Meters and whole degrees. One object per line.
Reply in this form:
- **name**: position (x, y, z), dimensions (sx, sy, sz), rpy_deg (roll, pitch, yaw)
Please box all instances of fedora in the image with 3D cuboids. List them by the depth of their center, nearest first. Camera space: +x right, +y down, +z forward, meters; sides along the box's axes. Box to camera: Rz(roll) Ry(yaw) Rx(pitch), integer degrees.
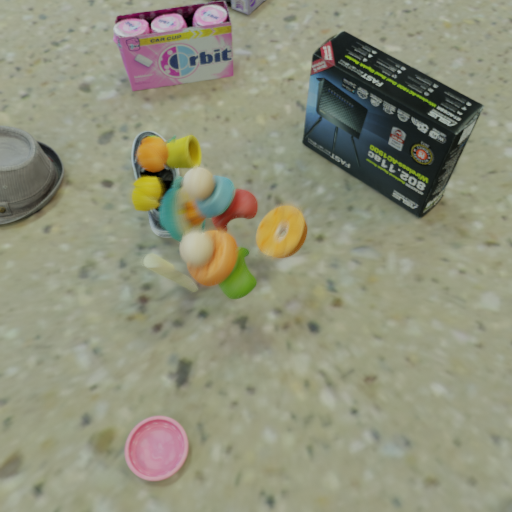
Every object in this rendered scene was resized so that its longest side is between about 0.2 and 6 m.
- **fedora**: position (-4.953, -1.682, 10.544), dimensions (2.413, 1.090, 2.134), rpy_deg (2, 58, 1)

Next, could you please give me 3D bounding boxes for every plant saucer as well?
- **plant saucer**: position (-1.451, 2.834, 8.226), dimensions (0.919, 0.233, 0.919), rpy_deg (0, 58, -1)

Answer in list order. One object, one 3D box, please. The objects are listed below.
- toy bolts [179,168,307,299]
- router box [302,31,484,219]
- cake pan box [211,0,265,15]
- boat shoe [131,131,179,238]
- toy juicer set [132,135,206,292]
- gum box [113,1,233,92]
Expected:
- **toy bolts**: position (-0.363, -0.587, 8.250), dimensions (1.750, 1.271, 1.833), rpy_deg (-33, 52, 18)
- **router box**: position (2.304, -2.371, 10.286), dimensions (3.004, 2.251, 0.933), rpy_deg (38, 65, 21)
- **cake pan box**: position (-0.460, -7.086, 14.265), dimensions (1.876, 0.533, 2.037), rpy_deg (29, 62, 19)
- **boat shoe**: position (-1.902, -1.557, 10.583), dimensions (0.894, 0.845, 2.492), rpy_deg (-11, 60, -5)
- **toy juicer set**: position (-1.254, -0.668, 8.883), dimensions (0.717, 1.677, 2.636), rpy_deg (-5, 91, 21)
- **gum box**: position (-1.775, -4.518, 12.129), dimensions (2.457, 1.395, 0.813), rpy_deg (-11, 59, -7)
